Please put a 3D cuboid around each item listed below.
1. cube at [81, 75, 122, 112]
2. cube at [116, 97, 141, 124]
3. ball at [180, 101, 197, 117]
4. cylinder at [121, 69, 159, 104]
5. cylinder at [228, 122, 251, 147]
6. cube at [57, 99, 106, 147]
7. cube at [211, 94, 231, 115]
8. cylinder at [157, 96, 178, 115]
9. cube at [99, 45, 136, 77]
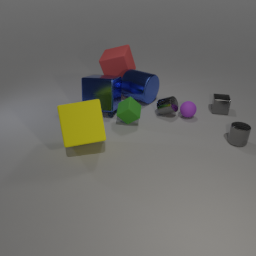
[{"bbox_3d":[-1.134,-1.562,12.370,1.400,1.400,1.400,5,17,13],"label":"cube"},{"bbox_3d":[0.044,-0.709,11.402,0.700,0.700,0.700,-26,41,36],"label":"cube"},{"bbox_3d":[2.593,-0.807,12.053,0.700,0.700,0.700,0,31,0],"label":"ball"},{"bbox_3d":[0.573,-2.009,13.434,1.400,1.400,1.400,20,36,30],"label":"cylinder"},{"bbox_3d":[4.120,0.223,10.378,0.700,0.700,0.700,2,28,-1],"label":"cylinder"},{"bbox_3d":[-1.583,-0.183,9.835,1.400,1.400,1.400,-10,3,-6],"label":"cube"},{"bbox_3d":[4.159,-1.072,12.555,0.700,0.700,0.700,6,30,10],"label":"cube"},{"bbox_3d":[1.718,-0.969,12.148,0.700,0.700,0.700,-11,20,38],"label":"cylinder"},{"bbox_3d":[-0.514,-3.330,14.681,1.400,1.400,1.400,-8,36,18],"label":"cube"}]
